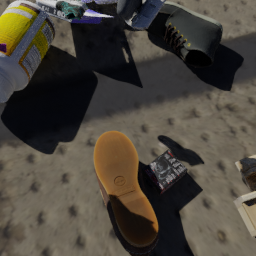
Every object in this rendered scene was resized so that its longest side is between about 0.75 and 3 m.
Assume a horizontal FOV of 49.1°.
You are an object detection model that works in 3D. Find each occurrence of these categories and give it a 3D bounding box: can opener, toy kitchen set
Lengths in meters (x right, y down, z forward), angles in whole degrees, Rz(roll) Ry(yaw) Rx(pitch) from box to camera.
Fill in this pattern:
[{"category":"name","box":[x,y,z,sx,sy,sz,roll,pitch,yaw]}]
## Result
[{"category":"can opener","box":[0.703,-3.160,5.553,0.683,0.856,2.561,36,96,28]},{"category":"toy kitchen set","box":[3.362,0.964,5.797,2.019,1.822,1.647,-14,61,-13]}]

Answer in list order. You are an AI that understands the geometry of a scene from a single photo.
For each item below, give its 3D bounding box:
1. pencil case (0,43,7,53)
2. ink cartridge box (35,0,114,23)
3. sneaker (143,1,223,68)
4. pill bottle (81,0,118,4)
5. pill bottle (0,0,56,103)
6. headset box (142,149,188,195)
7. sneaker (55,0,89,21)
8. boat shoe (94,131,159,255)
[{"category":"pencil case","box":[-2.732,-1.584,4.390,1.596,0.679,0.737,42,49,10]},{"category":"ink cartridge box","box":[-1.579,-3.510,8.621,1.774,0.385,1.758,22,26,15]},{"category":"sneaker","box":[1.406,-2.816,8.365,2.743,1.026,1.457,17,60,8]},{"category":"pill bottle","box":[-0.610,-4.840,9.432,2.070,1.174,1.174,-8,61,-5]},{"category":"pill bottle","box":[-3.170,-2.080,7.704,1.486,1.486,2.720,14,61,8]},{"category":"headset box","box":[0.823,1.054,6.596,0.924,0.357,0.687,-35,66,-17]},{"category":"sneaker","box":[-1.339,-2.660,6.336,0.895,0.347,0.408,19,82,29]},{"category":"boat shoe","box":[-0.120,1.351,6.058,1.007,1.006,2.860,-10,48,-7]}]
